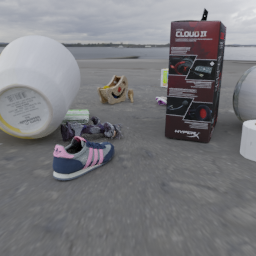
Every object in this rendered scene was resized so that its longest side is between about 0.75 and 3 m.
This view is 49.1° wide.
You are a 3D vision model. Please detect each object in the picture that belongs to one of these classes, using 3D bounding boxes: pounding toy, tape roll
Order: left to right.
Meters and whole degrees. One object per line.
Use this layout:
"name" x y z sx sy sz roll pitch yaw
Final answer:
"pounding toy" -0.283 -1.518 11.018 1.026 1.022 1.788 11 20 32
"tape roll" 2.811 0.255 5.705 0.945 0.649 0.945 1 16 0

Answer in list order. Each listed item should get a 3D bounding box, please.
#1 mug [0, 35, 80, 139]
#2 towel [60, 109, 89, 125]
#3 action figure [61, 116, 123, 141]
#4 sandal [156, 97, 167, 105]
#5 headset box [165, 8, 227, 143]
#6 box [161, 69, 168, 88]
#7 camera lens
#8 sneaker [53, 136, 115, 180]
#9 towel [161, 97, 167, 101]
"mug" -2.452 -0.666 6.911 2.233 2.788 2.289 24 23 -20
"towel" -1.723 -0.345 8.613 1.059 0.218 1.420 0 14 -7
"action figure" -0.782 0.021 6.752 1.553 0.539 1.010 -6 11 -30
"sandal" 1.226 -0.986 10.584 0.221 0.367 0.901 -47 18 -4
"headset box" 1.785 -1.413 7.160 1.124 2.998 2.228 7 17 20
"box" 2.660 -2.562 14.595 0.885 0.982 1.746 -16 24 -41
"camera lens" 3.915 -0.708 7.102 1.683 1.683 2.104 -8 17 -26
"sneaker" -0.748 0.412 5.197 0.541 0.632 1.541 9 19 29
"towel" 1.650 -1.066 10.724 0.752 0.130 0.499 9 7 -42
